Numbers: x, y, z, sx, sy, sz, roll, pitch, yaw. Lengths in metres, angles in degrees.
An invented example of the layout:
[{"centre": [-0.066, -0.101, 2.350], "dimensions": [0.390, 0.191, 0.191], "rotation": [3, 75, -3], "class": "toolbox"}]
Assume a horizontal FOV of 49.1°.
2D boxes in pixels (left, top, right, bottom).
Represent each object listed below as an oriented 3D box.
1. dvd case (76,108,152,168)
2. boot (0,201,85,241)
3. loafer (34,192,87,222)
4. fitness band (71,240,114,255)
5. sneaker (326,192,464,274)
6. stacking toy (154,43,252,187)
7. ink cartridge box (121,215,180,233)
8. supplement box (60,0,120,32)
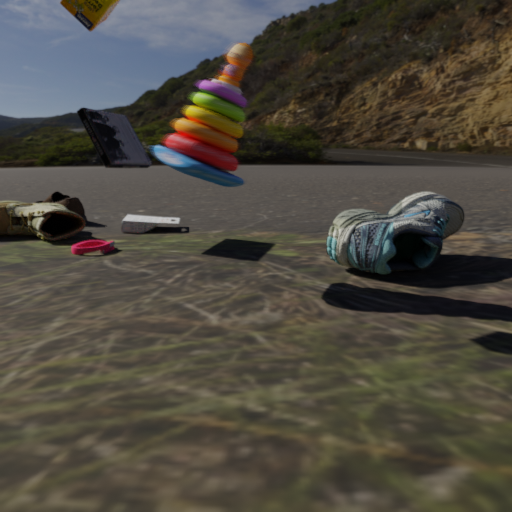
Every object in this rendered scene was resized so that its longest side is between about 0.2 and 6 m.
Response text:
[{"centre": [-3.037, -2.525, 12.195], "dimensions": [0.218, 1.324, 1.761], "rotation": [-28, -1, 18], "class": "dvd case"}, {"centre": [-4.993, -0.743, 12.270], "dimensions": [2.152, 0.775, 1.664], "rotation": [-6, 15, -32], "class": "boot"}, {"centre": [-5.248, -1.341, 15.011], "dimensions": [2.243, 0.796, 0.819], "rotation": [10, 15, 39], "class": "loafer"}, {"centre": [-3.169, -0.164, 10.914], "dimensions": [0.687, 0.179, 0.956], "rotation": [0, 10, 11], "class": "fitness band"}, {"centre": [2.697, -0.237, 9.540], "dimensions": [3.079, 1.195, 1.329], "rotation": [-16, 31, -33], "class": "sneaker"}, {"centre": [-0.562, -2.193, 8.442], "dimensions": [1.225, 2.111, 1.159], "rotation": [31, 12, 39], "class": "stacking toy"}, {"centre": [-2.534, -0.753, 13.540], "dimensions": [1.312, 0.374, 1.067], "rotation": [7, 11, -7], "class": "ink cartridge box"}, {"centre": [-2.134, -3.702, 7.706], "dimensions": [0.999, 0.547, 0.544], "rotation": [-34, 24, 34], "class": "supplement box"}]
